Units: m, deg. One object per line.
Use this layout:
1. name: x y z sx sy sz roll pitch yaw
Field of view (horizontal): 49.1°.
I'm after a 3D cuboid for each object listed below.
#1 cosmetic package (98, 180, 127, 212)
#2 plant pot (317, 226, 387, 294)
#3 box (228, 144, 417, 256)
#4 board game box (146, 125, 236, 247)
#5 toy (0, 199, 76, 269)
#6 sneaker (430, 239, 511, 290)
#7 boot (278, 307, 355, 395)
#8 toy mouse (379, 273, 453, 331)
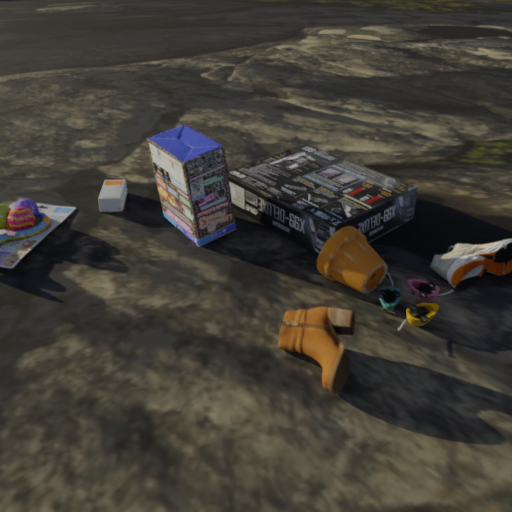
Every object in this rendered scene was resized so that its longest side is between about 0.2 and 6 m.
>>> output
1. cosmetic package: -3.523 -1.490 13.808 0.540 0.380 1.066 -3 33 -4
2. plant pot: 1.887 0.155 10.630 1.096 1.096 1.004 -25 49 -33
3. box: 1.430 -1.430 13.208 2.859 0.902 3.626 -26 41 -35
4. board game box: -1.401 -1.554 12.257 1.001 2.068 1.648 -27 42 -25
5. toy: -5.414 -0.739 12.354 1.667 0.683 2.895 6 33 8
6. sneaker: 4.402 -0.020 11.204 2.028 0.768 0.933 -14 31 -24
7. boot: 0.891 1.469 8.997 1.200 0.593 1.546 -1 54 22
8. toy mouse: 2.786 0.775 10.270 1.542 0.298 1.370 -21 38 -19
